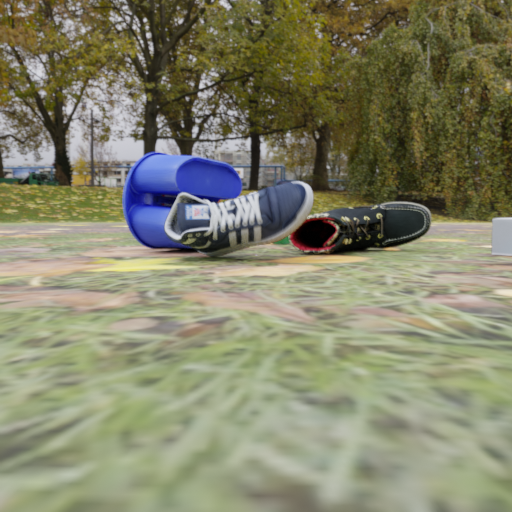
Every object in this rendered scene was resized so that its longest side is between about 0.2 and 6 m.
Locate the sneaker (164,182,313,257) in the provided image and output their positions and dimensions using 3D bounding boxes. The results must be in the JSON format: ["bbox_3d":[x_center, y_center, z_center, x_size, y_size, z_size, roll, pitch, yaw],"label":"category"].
[{"bbox_3d":[-0.416,-0.741,9.979,2.715,0.952,1.473,-21,-26,32],"label":"sneaker"}]

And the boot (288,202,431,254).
[{"bbox_3d":[2.239,-0.549,12.079,2.884,1.041,2.179,-4,5,20],"label":"boot"}]

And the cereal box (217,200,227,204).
[{"bbox_3d":[-1.775,-1.213,14.623,0.463,1.685,2.342,37,13,25],"label":"cereal box"}]

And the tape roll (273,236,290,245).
[{"bbox_3d":[0.854,-0.602,15.487,0.960,0.231,0.960,-11,22,5],"label":"tape roll"}]

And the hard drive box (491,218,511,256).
[{"bbox_3d":[5.964,-0.362,10.955,1.572,0.774,2.017,-2,5,-26],"label":"hard drive box"}]

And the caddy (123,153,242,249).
[{"bbox_3d":[-1.666,-1.191,12.705,1.596,2.150,3.041,7,4,33],"label":"caddy"}]
